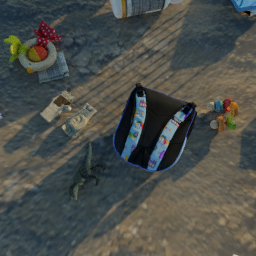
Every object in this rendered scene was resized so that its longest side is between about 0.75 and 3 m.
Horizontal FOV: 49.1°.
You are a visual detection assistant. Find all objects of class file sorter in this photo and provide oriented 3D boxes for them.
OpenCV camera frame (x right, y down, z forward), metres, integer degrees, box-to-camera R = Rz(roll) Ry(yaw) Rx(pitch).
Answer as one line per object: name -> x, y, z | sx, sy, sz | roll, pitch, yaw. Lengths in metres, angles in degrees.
file sorter -> 4.930, -6.280, 10.934 | 1.942, 1.717, 2.798 | -11, 61, -3

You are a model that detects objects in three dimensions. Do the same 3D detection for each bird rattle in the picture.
bird rattle -> -3.345, -2.850, 10.364 | 2.092, 1.179, 1.706 | -25, 73, -22

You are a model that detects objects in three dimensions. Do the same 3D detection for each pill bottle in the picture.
pill bottle -> 0.703, -5.311, 10.869 | 2.741, 1.595, 1.595 | -13, 70, -6

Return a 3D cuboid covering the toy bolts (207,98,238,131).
toy bolts -> 3.152, -0.573, 9.481 | 0.784, 1.079, 1.130 | -5, 51, 5

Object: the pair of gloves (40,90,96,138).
pair of gloves -> -2.081, -0.513, 9.780 | 1.571, 0.276, 1.336 | 32, 69, 9

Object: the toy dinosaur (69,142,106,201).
toy dinosaur -> -1.244, 1.400, 8.989 | 0.873, 0.470, 1.982 | 14, 67, 12

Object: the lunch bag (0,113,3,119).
lunch bag -> -4.819, -0.507, 9.685 | 0.641, 0.467, 0.754 | -38, 61, -13

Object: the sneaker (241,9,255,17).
sneaker -> 5.137, -4.707, 11.323 | 1.137, 0.414, 0.481 | 7, 88, 5

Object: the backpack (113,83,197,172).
backpack -> 0.750, 0.202, 8.756 | 2.257, 1.663, 2.472 | 20, 70, 7

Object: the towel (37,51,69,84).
towel -> -2.852, -2.280, 10.469 | 1.140, 0.204, 1.184 | -16, 71, -6
